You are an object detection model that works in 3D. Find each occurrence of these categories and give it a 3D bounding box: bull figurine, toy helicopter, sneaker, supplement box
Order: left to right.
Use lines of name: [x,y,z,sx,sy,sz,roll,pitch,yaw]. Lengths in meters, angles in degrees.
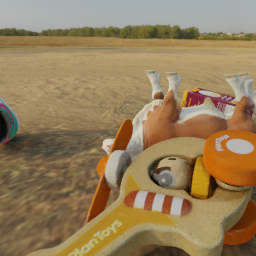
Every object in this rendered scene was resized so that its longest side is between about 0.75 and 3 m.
sneaker: [-3.057,-0.452,5.458,0.936,2.239,1.352,-42,29,-3]
toy helicopter: [0.020,0.829,2.983,2.915,1.150,1.927,-29,39,-33]
bull figurine: [0.939,-0.083,4.584,2.713,1.647,0.883,0,14,-6]
supplement box: [2.155,-0.453,6.785,1.544,0.661,0.852,20,24,27]
